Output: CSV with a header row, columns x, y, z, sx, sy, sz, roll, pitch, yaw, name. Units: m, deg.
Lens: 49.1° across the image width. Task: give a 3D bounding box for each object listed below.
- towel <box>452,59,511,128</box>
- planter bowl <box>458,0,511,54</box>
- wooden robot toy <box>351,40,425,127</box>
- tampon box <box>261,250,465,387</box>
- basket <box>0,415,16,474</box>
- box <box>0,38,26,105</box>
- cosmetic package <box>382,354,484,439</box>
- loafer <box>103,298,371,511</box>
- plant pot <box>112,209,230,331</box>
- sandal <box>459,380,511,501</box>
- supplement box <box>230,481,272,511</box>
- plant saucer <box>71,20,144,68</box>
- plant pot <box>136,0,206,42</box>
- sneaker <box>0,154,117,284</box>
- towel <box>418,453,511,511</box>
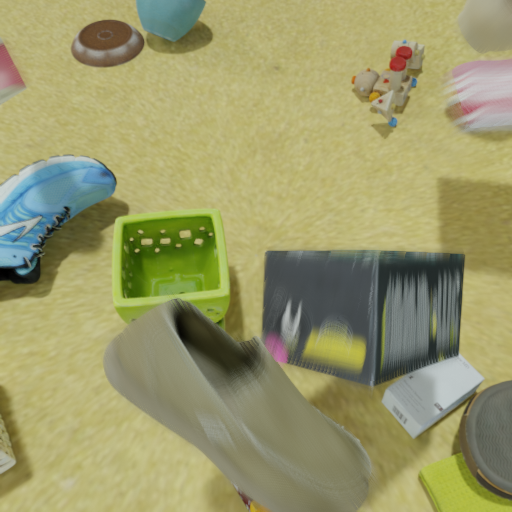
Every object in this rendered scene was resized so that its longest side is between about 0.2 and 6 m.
x,y,z,sx,sy,sz,roll,pitch,yaw,name
3.150,-2.034,6.696,1.389,0.219,1.928,-4,33,16,towel
3.690,-3.682,8.624,1.265,0.851,1.265,14,65,-32,planter bowl
2.261,-3.278,10.077,1.057,1.026,2.329,15,55,23,wooden robot toy
0.931,0.429,4.753,1.100,0.926,1.467,5,4,44,tampon box
-3.847,2.081,5.932,2.098,1.422,1.294,-28,63,-19,basket
-2.991,-2.094,6.265,0.441,0.376,0.689,-24,97,16,box
2.142,1.636,6.813,1.075,0.436,0.607,-31,58,-19,cosmetic package
-0.039,1.031,3.811,2.092,0.705,0.795,31,28,-5,loafer
-1.045,0.327,7.249,1.384,1.256,1.377,-6,54,-4,plant pot
3.888,1.904,6.127,3.398,0.927,1.388,4,49,-4,sandal
0.111,2.227,6.272,0.932,0.628,0.945,-28,59,-19,supplement box
-2.985,-4.309,11.179,1.473,0.269,1.473,0,55,0,plant saucer
-1.780,-4.778,10.988,1.375,0.926,1.375,20,16,-6,plant pot
-3.253,-0.248,7.951,3.072,1.204,1.382,-35,78,-17,sneaker
3.258,3.770,5.395,1.746,0.366,4.058,-13,54,-15,towel
